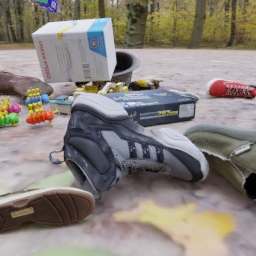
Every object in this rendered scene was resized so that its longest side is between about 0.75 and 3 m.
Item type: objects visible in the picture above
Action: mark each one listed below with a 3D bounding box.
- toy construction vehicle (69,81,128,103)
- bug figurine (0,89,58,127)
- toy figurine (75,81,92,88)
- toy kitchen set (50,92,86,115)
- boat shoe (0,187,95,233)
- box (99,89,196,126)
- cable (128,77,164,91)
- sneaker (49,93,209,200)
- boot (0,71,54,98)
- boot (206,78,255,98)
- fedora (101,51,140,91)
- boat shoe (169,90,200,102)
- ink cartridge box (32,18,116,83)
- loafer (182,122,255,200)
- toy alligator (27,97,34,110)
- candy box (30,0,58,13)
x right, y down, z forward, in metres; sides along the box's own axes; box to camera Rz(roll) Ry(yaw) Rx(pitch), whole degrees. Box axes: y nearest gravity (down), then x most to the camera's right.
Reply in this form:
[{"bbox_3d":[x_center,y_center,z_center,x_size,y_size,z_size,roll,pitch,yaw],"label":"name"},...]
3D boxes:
[{"bbox_3d":[-1.111,-1.473,10.861,2.056,0.832,2.361,9,21,24],"label":"toy construction vehicle"},{"bbox_3d":[-3.132,-0.539,8.489,1.888,0.626,2.435,-12,25,-14],"label":"bug figurine"},{"bbox_3d":[-2.509,-2.898,13.493,1.676,1.702,1.184,22,27,15],"label":"toy figurine"},{"bbox_3d":[-1.870,-0.922,9.372,1.291,0.760,1.034,6,20,15],"label":"toy kitchen set"},{"bbox_3d":[-1.241,1.048,3.977,1.516,0.560,0.561,-3,13,-9],"label":"boat shoe"},{"bbox_3d":[0.470,-0.682,8.802,2.599,0.663,2.050,-7,19,-21],"label":"box"},{"bbox_3d":[0.379,-2.169,13.112,2.747,0.691,1.334,14,23,35],"label":"cable"},{"bbox_3d":[0.033,0.613,4.612,2.608,0.984,1.484,28,62,-7],"label":"sneaker"},{"bbox_3d":[-4.516,-1.609,11.001,2.756,0.950,2.958,-7,19,-22],"label":"boot"},{"bbox_3d":[4.266,-1.536,11.290,2.047,0.741,1.477,-8,22,-32],"label":"boot"},{"bbox_3d":[-0.594,-2.441,12.655,2.381,1.216,2.693,-14,38,-6],"label":"fedora"},{"bbox_3d":[2.121,-1.151,10.836,1.251,0.455,0.386,15,67,21],"label":"boat shoe"},{"bbox_3d":[-1.990,-3.081,11.116,2.672,1.960,1.951,-1,34,7],"label":"ink cartridge box"},{"bbox_3d":[1.849,0.561,4.490,1.128,1.045,3.000,21,-8,-24],"label":"loafer"},{"bbox_3d":[-3.289,-0.808,9.663,0.325,0.356,1.200,-2,18,-27],"label":"toy alligator"},{"bbox_3d":[-2.484,-4.434,8.589,0.560,1.454,1.230,7,9,-4],"label":"candy box"}]
